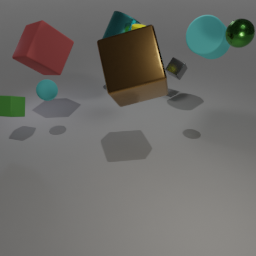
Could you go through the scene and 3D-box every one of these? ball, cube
[{"bbox_3d":[2.819,-2.384,7.060,0.700,0.700,0.700,0,29,0],"label":"ball"},{"bbox_3d":[0.172,-1.496,7.125,1.400,1.400,1.400,-14,-11,7],"label":"cube"},{"bbox_3d":[-4.053,-0.747,9.649,0.700,0.700,0.700,4,4,19],"label":"cube"},{"bbox_3d":[2.324,-2.840,13.421,0.700,0.700,0.700,35,6,23],"label":"cube"},{"bbox_3d":[-2.676,-1.251,9.261,0.700,0.700,0.700,0,29,0],"label":"ball"},{"bbox_3d":[-3.123,-2.879,10.313,1.400,1.400,1.400,27,-10,-42],"label":"cube"}]

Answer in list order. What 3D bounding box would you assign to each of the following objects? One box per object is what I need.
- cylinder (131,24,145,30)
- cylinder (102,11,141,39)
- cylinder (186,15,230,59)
[{"bbox_3d":[0.454,-3.760,11.325,0.700,0.700,0.700,7,31,-4],"label":"cylinder"},{"bbox_3d":[-0.294,-4.393,12.883,1.400,1.400,1.400,25,10,-5],"label":"cylinder"},{"bbox_3d":[3.087,-3.414,10.673,1.400,1.400,1.400,17,13,28],"label":"cylinder"}]
